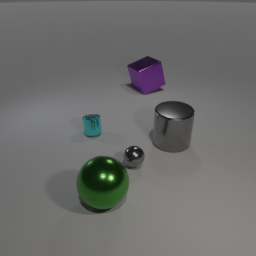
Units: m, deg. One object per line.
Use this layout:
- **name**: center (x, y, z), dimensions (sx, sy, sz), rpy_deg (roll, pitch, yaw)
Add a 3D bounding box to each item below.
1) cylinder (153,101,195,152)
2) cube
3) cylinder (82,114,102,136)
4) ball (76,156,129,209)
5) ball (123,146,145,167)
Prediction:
- **cylinder**: center (1.639, -0.069, 10.189), dimensions (1.400, 1.400, 1.400), rpy_deg (0, 32, 0)
- **cube**: center (1.002, -2.905, 15.311), dimensions (1.400, 1.400, 1.400), rpy_deg (-28, 36, -15)
- **cylinder**: center (-1.410, -0.127, 11.052), dimensions (0.700, 0.700, 0.700), rpy_deg (-4, 19, 1)
- **ball**: center (-0.662, 1.434, 7.432), dimensions (1.400, 1.400, 1.400), rpy_deg (0, 28, 0)
- **ball**: center (0.192, 0.918, 9.048), dimensions (0.700, 0.700, 0.700), rpy_deg (0, 28, 0)
